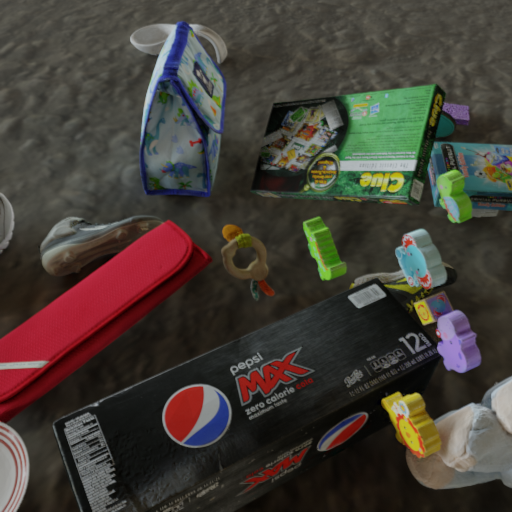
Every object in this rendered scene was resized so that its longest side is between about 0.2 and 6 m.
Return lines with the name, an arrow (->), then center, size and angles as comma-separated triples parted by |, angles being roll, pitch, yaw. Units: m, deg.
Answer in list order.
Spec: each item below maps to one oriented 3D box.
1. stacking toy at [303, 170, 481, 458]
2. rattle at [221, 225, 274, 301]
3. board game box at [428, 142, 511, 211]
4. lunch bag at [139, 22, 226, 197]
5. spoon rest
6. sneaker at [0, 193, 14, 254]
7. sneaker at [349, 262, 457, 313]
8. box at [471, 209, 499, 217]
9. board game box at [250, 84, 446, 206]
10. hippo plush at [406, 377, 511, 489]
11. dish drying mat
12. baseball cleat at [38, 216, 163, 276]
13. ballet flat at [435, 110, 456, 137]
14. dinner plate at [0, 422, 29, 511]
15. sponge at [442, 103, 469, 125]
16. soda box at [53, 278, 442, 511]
stacking toy -> 2.281, 0.546, 7.050 | 2.352, 0.733, 3.119 | -21, 79, -16
rattle -> -0.187, 0.136, 9.966 | 0.804, 1.234, 0.882 | -47, 30, -18
board game box -> 4.557, -1.605, 11.183 | 2.063, 0.484, 1.557 | 3, 47, 3
lunch bag -> -1.528, -3.001, 11.573 | 1.785, 2.802, 2.382 | 0, 46, 1
spoon rest -> -2.222, -6.164, 15.919 | 2.802, 0.849, 1.392 | 13, 48, 11
sneaker -> -5.364, -0.318, 10.171 | 1.052, 1.155, 2.816 | 7, 47, 6
sneaker -> 2.588, 0.672, 9.660 | 1.894, 0.705, 0.801 | -14, 54, -1
box -> 4.532, -1.211, 11.483 | 0.735, 0.483, 0.739 | -1, 47, -1
board game box -> 1.481, -1.981, 10.282 | 3.765, 0.442, 1.972 | 11, 82, 47
hippo plush -> 3.416, 2.819, 7.038 | 2.827, 2.252, 2.273 | 6, 49, -57
dish drying mat -> -2.633, 0.888, 8.843 | 3.984, 0.363, 1.530 | -39, 44, -13
baseball cleat -> -2.939, -0.448, 10.544 | 2.312, 0.806, 1.231 | -20, 50, -19
ballet flat -> 3.579, -3.388, 13.355 | 2.321, 0.848, 0.848 | 10, 47, 12
dinner plate -> -3.817, 3.053, 7.488 | 1.681, 0.204, 1.681 | -4, 57, 6
sponge -> 4.664, -3.562, 13.910 | 1.199, 0.179, 0.669 | 11, 48, 10
soda box -> 0.019, 2.121, 7.480 | 4.831, 1.709, 1.530 | -21, 52, -20
